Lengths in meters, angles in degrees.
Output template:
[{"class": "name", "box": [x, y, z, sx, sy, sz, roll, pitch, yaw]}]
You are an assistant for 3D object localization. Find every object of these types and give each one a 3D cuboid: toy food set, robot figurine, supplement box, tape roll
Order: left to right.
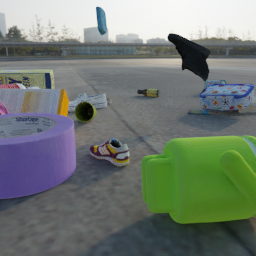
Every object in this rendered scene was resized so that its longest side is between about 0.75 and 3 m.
[{"class": "tape roll", "box": [-2.734, 0.503, 6.888, 2.847, 1.209, 2.847, 0, 15, 0]}, {"class": "supplement box", "box": [-5.252, -2.009, 14.424, 2.761, 1.854, 2.758, -3, 16, -11]}, {"class": "supplement box", "box": [-3.371, -0.521, 9.711, 2.389, 1.506, 0.878, 1, -29, 1]}, {"class": "robot figurine", "box": [1.551, 0.892, 5.015, 2.556, 1.479, 2.243, -3, -1, -5]}, {"class": "toy food set", "box": [5.815, -1.257, 14.326, 1.520, 0.640, 2.118, -4, 25, -10]}]

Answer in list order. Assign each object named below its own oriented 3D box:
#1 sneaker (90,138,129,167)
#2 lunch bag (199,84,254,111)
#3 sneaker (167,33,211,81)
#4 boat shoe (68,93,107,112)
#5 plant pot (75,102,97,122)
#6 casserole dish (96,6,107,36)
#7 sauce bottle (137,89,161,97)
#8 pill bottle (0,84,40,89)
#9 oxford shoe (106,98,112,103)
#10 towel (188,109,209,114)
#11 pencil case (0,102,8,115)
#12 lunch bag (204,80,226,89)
[{"class": "sneaker", "box": [-0.512, 0.550, 7.712, 1.448, 0.652, 0.543, 14, 21, 39]}, {"class": "lunch bag", "box": [4.688, -1.568, 13.444, 2.388, 0.902, 1.914, 9, 34, 40]}, {"class": "sneaker", "box": [2.693, -3.225, 12.712, 2.537, 1.323, 0.762, 29, 8, 10]}, {"class": "boat shoe", "box": [-2.237, -1.364, 14.084, 2.446, 0.817, 0.899, -10, 19, -32]}, {"class": "plant pot", "box": [-1.687, -0.664, 11.915, 0.851, 0.851, 0.909, 4, 2, 13]}, {"class": "casserole dish", "box": [-1.004, -4.147, 10.802, 0.218, 1.124, 0.681, -5, -2, 16]}, {"class": "sauce bottle", "box": [1.328, -2.273, 17.877, 1.485, 0.480, 0.480, 9, 18, 23]}, {"class": "pill bottle", "box": [-4.920, -0.926, 11.148, 2.859, 1.605, 1.605, -13, 20, -38]}, {"class": "oxford shoe", "box": [-1.191, -1.577, 15.878, 0.330, 0.253, 0.876, -13, 18, -29]}, {"class": "towel", "box": [3.369, -0.776, 13.348, 0.959, 0.104, 0.703, 3, 16, 12]}, {"class": "pencil case", "box": [-4.815, -0.229, 8.533, 2.671, 1.106, 1.156, -8, -2, 36]}, {"class": "lunch bag", "box": [6.043, -2.871, 19.253, 1.252, 0.896, 1.469, 7, 10, 34]}]
